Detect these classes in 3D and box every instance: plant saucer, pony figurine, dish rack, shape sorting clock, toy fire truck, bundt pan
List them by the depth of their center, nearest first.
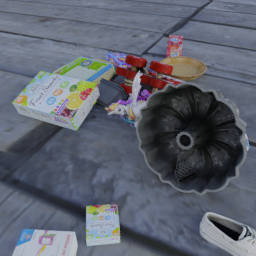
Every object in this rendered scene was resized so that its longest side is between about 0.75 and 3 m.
[{"bbox_3d":[1.709,0.186,7.315,2.932,2.932,1.100,24,28,29],"label":"bundt pan"},{"bbox_3d":[1.574,0.976,7.500,0.686,0.894,0.244,-19,39,-28],"label":"dish rack"},{"bbox_3d":[0.370,-0.783,9.774,1.957,1.629,1.889,22,49,5],"label":"pony figurine"},{"bbox_3d":[0.953,-2.006,11.476,2.670,1.497,2.242,22,18,25],"label":"toy fire truck"},{"bbox_3d":[-2.057,-2.321,12.342,2.993,0.587,2.993,-4,40,3],"label":"shape sorting clock"},{"bbox_3d":[2.532,-2.735,13.080,2.183,0.386,2.183,0,37,0],"label":"plant saucer"}]

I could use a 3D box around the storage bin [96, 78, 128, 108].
[{"bbox_3d":[-0.753,-1.231,10.803,1.229,0.894,0.825,30,74,34],"label":"storage bin"}]

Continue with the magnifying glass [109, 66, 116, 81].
[{"bbox_3d":[-0.926,-2.469,12.786,0.868,0.244,2.182,6,31,-6],"label":"magnifying glass"}]

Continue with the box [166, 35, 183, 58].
[{"bbox_3d":[2.461,-4.259,14.796,0.756,0.789,1.583,6,37,8],"label":"box"}]

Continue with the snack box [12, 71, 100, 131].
[{"bbox_3d":[-2.578,-1.061,10.202,2.576,0.683,1.832,15,55,21],"label":"snack box"}]

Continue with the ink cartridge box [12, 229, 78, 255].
[{"bbox_3d":[-1.706,2.603,5.806,1.160,0.491,0.838,3,36,2],"label":"ink cartridge box"}]

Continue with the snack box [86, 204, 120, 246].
[{"bbox_3d":[-0.586,2.220,6.484,0.757,0.304,0.897,-4,38,-6],"label":"snack box"}]

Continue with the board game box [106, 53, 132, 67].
[{"bbox_3d":[-0.331,-3.271,13.713,0.967,0.322,1.439,-8,36,-28],"label":"board game box"}]

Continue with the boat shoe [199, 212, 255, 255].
[{"bbox_3d":[2.478,2.377,6.008,1.864,0.612,0.671,24,43,29],"label":"boat shoe"}]

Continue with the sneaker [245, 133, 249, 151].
[{"bbox_3d":[2.817,0.397,8.601,1.853,0.702,0.714,-1,33,1],"label":"sneaker"}]
